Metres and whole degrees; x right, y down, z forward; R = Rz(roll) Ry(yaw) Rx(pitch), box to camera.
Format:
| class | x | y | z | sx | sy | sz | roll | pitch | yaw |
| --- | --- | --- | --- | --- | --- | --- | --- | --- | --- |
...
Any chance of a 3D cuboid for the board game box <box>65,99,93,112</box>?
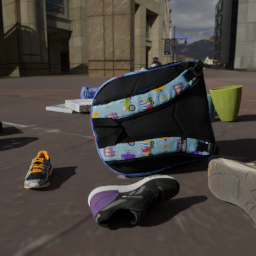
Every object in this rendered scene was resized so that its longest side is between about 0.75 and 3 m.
| class | x | y | z | sx | sy | sz | roll | pitch | yaw |
| --- | --- | --- | --- | --- | --- | --- | --- | --- | --- |
| board game box | -2.049 | -1.244 | 14.994 | 2.143 | 0.367 | 1.441 | -8 | 19 | -39 |

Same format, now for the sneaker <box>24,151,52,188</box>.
| class | x | y | z | sx | sy | sz | roll | pitch | yaw |
| --- | --- | --- | --- | --- | --- | --- | --- | --- | --- |
| sneaker | -1.960 | 0.916 | 6.130 | 0.517 | 0.510 | 1.321 | 0 | 15 | -10 |

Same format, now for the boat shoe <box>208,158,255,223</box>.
| class | x | y | z | sx | sy | sz | roll | pitch | yaw |
| --- | --- | --- | --- | --- | --- | --- | --- | --- | --- |
| boat shoe | 2.374 | 1.047 | 4.642 | 0.936 | 0.951 | 2.552 | -4 | 15 | -18 |

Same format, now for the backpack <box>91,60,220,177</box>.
| class | x | y | z | sx | sy | sz | roll | pitch | yaw |
| --- | --- | --- | --- | --- | --- | --- | --- | --- | --- |
| backpack | 0.480 | -0.182 | 6.875 | 2.801 | 2.557 | 1.884 | -14 | 8 | -12 |

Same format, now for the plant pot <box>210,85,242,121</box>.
| class | x | y | z | sx | sy | sz | roll | pitch | yaw |
| --- | --- | --- | --- | --- | --- | --- | --- | --- | --- |
| plant pot | 4.359 | -1.055 | 12.315 | 1.340 | 1.432 | 1.340 | -9 | 11 | 2 |

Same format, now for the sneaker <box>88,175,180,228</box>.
| class | x | y | z | sx | sy | sz | roll | pitch | yaw |
| --- | --- | --- | --- | --- | --- | --- | --- | --- | --- |
| sneaker | 0.202 | 1.293 | 4.672 | 1.623 | 0.615 | 0.711 | -9 | 28 | -16 |

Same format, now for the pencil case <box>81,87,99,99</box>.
| class | x | y | z | sx | sy | sz | roll | pitch | yaw |
| --- | --- | --- | --- | --- | --- | --- | --- | --- | --- |
| pencil case | -1.592 | -2.137 | 17.765 | 2.775 | 1.083 | 1.205 | -4 | -17 | -13 |

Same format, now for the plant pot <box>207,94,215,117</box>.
| class | x | y | z | sx | sy | sz | roll | pitch | yaw |
| --- | --- | --- | --- | --- | --- | --- | --- | --- | --- |
| plant pot | 3.692 | -1.153 | 13.886 | 1.249 | 1.002 | 1.249 | 0 | 13 | 0 |

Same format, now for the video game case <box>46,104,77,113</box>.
| class | x | y | z | sx | sy | sz | roll | pitch | yaw |
| --- | --- | --- | --- | --- | --- | --- | --- | --- | --- |
| video game case | -3.257 | -1.082 | 15.339 | 1.786 | 0.197 | 1.626 | 8 | 15 | 26 |

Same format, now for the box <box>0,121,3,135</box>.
| class | x | y | z | sx | sy | sz | roll | pitch | yaw |
| --- | --- | --- | --- | --- | --- | --- | --- | --- | --- |
| box | -5.172 | -0.072 | 10.342 | 0.706 | 0.528 | 1.409 | -11 | 19 | -35 |
